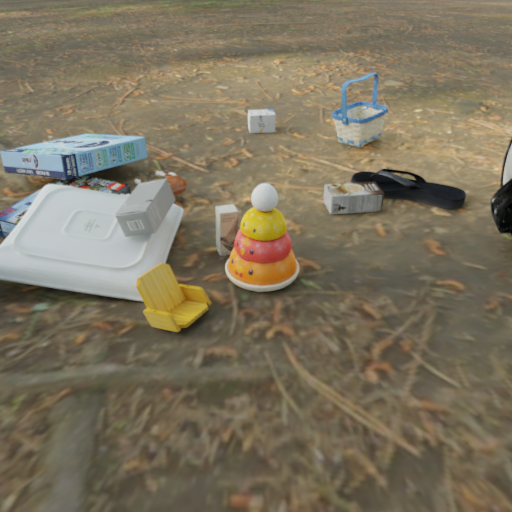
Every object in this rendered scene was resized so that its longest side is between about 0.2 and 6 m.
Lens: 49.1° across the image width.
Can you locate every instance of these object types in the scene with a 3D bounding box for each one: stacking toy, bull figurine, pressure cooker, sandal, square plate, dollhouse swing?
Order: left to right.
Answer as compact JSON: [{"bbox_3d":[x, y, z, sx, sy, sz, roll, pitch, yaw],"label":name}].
[{"bbox_3d":[-2.981,-0.432,10.206,2.886,0.414,2.913,9,38,-1],"label":"square plate"},{"bbox_3d":[-2.282,-1.411,12.191,1.544,0.503,0.937,-18,37,-22],"label":"bull figurine"},{"bbox_3d":[-1.284,0.587,8.687,0.791,0.765,0.871,6,28,34],"label":"dollhouse swing"},{"bbox_3d":[0.098,-0.408,9.412,1.289,1.765,1.289,0,31,0],"label":"stacking toy"},{"bbox_3d":[3.389,-1.629,12.520,2.515,0.538,0.956,12,34,19],"label":"sandal"},{"bbox_3d":[5.888,-1.236,9.590,3.409,2.998,3.045,-3,29,-11],"label":"pressure cooker"}]

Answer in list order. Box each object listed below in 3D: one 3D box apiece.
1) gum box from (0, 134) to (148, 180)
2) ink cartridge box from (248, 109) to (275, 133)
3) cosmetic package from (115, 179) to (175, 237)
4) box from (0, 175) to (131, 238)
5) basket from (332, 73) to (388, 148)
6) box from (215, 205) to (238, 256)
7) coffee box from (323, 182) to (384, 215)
[{"bbox_3d":[-4.202,-2.375,13.110,2.134,0.560,2.512,10,25,32],"label":"gum box"},{"bbox_3d":[0.150,-3.876,16.126,0.741,0.536,0.546,-3,32,-5],"label":"ink cartridge box"},{"bbox_3d":[-1.978,-0.879,10.124,0.643,0.543,1.204,-8,35,16],"label":"cosmetic package"},{"bbox_3d":[-3.913,-0.963,11.545,1.615,0.446,2.365,12,34,19],"label":"box"},{"bbox_3d":[2.763,-3.897,15.020,1.211,1.741,1.535,28,41,36],"label":"basket"},{"bbox_3d":[-0.538,-0.472,10.325,0.371,0.902,0.308,-10,33,-15],"label":"box"},{"bbox_3d":[2.075,-1.244,11.990,1.130,0.451,0.646,-4,32,-7],"label":"coffee box"}]
